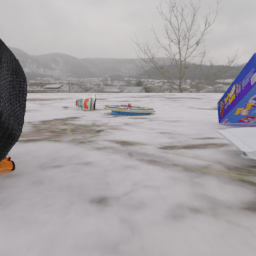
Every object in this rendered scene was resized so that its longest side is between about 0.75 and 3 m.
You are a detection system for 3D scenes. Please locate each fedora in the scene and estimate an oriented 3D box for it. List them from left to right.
[{"bbox_3d":[-2.055,-0.471,3.237,2.950,2.950,1.347,6,-16,35],"label":"fedora"}]

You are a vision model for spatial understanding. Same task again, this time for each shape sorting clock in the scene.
[{"bbox_3d":[0.058,-0.767,10.980,2.063,0.405,2.063,0,9,0],"label":"shape sorting clock"}]

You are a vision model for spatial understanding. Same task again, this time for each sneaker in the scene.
[{"bbox_3d":[-1.980,-1.231,13.086,0.920,0.692,1.967,4,10,-10],"label":"sneaker"}]

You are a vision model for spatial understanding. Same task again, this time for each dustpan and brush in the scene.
[{"bbox_3d":[2.267,0.282,4.187,1.599,0.457,1.116,-7,15,1],"label":"dustpan and brush"}]

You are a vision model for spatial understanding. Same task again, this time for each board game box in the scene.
[{"bbox_3d":[3.466,-0.789,6.638,1.942,0.646,2.888,0,-15,3],"label":"board game box"}]

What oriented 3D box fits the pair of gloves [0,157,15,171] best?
[{"bbox_3d":[-2.290,0.442,3.636,1.314,0.182,1.475,-5,12,-37],"label":"pair of gloves"}]
